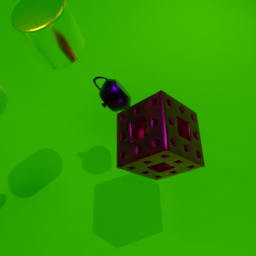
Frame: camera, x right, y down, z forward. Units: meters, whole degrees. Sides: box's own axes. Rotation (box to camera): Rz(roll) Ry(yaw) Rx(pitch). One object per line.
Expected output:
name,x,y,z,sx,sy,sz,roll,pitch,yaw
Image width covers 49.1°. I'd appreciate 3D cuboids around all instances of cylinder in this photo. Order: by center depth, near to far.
cylinder,-1.537,-1.913,5.549,1.093,1.093,1.093,-6,63,12

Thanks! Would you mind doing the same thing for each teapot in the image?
teapot,-0.333,-0.721,6.910,0.686,0.871,1.400,-39,99,12

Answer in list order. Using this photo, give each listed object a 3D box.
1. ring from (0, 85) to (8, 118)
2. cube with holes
ring,-2.966,-0.323,5.301,1.447,1.447,0.289,-40,74,-20
cube with holes,0.667,0.239,6.072,1.305,1.305,1.305,-25,54,38
